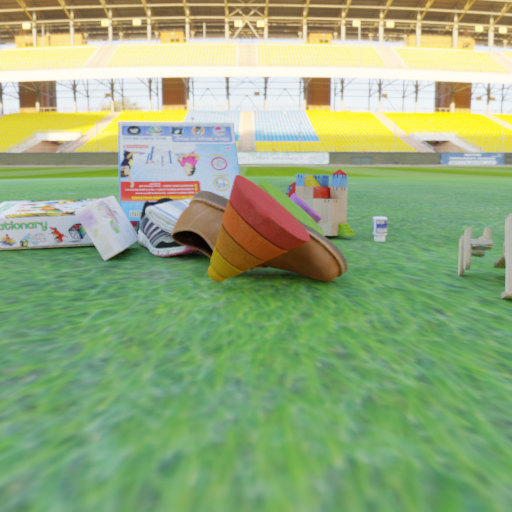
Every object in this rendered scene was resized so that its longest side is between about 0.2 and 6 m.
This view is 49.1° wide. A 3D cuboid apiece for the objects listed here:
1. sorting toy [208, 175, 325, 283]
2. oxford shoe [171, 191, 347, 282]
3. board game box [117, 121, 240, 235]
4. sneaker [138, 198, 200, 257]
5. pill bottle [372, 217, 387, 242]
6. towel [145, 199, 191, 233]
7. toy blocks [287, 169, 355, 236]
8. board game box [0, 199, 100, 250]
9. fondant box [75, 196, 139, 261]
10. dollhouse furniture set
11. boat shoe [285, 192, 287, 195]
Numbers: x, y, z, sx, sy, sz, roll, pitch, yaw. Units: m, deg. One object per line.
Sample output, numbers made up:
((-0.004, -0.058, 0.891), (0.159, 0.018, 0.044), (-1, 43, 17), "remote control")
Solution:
((0.151, -0.331, 9.954), (1.532, 1.522, 4.418), (43, 13, 7), "sorting toy")
((-0.035, -0.088, 9.527), (3.245, 1.158, 1.157), (18, 55, 29), "oxford shoe")
((-1.964, -2.010, 14.390), (3.060, 2.997, 0.855), (-2, -26, -11), "board game box")
((-1.896, -0.656, 11.915), (0.938, 1.113, 2.544), (-5, 13, -29), "sneaker")
((2.955, -0.638, 13.393), (0.340, 0.567, 0.340), (0, 10, 0), "pill bottle")
((-0.867, -0.600, 11.745), (2.040, 0.331, 2.777), (30, 19, 12), "towel")
((1.421, -1.372, 14.206), (1.179, 1.613, 2.360), (-5, 8, -42), "toy blocks")
((-5.231, -0.884, 14.131), (2.766, 0.758, 4.381), (-4, 11, -15), "board game box")
((-3.026, -0.602, 11.541), (0.448, 1.109, 1.538), (-30, 8, 5), "fondant box")
((4.129, 0.168, 8.688), (1.694, 1.200, 1.845), (3, -10, 14), "dollhouse furniture set")
((1.072, -1.497, 16.987), (2.580, 0.954, 0.953), (-3, 11, -15), "boat shoe")
